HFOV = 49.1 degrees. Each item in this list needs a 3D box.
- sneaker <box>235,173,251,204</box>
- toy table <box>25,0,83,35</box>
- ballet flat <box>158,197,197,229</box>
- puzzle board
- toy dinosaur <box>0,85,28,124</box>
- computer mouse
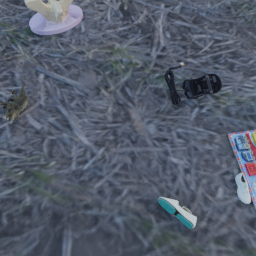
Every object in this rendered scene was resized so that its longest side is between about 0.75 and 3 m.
[{"bbox_3d":[3.410,1.761,8.244,0.336,0.396,0.894,-6,62,-5],"label":"sneaker"},{"bbox_3d":[-2.956,-4.767,11.205,2.227,1.304,2.047,-33,67,-17],"label":"toy table"},{"bbox_3d":[1.428,2.330,7.989,1.235,0.429,0.429,38,68,13],"label":"ballet flat"},{"bbox_3d":[4.454,1.178,8.656,1.958,0.226,2.599,-9,63,-4],"label":"puzzle board"},{"bbox_3d":[-3.816,-0.798,9.602,0.783,0.589,1.531,30,58,0],"label":"toy dinosaur"},{"bbox_3d":[2.162,-1.616,9.615,1.995,0.459,1.401,-20,88,-13],"label":"computer mouse"}]
